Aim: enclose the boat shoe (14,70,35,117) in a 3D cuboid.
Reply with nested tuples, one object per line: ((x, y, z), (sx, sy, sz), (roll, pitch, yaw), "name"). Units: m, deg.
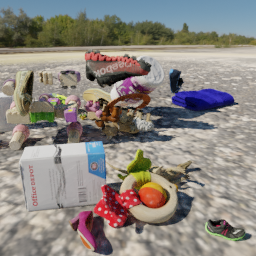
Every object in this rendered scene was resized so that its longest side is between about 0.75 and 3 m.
((-3.206, -1.126, 8.758), (0.491, 1.567, 0.574), (-11, -19, 7), "boat shoe")

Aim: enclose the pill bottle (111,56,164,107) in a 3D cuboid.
((0.304, -2.003, 12.970), (1.540, 1.540, 2.743), (-15, -12, -36), "pill bottle")

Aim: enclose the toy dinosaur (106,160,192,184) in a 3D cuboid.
((0.691, 1.255, 7.436), (2.560, 0.745, 1.294), (1, 3, -18), "toy dinosaur")

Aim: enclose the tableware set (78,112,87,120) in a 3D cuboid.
((-2.426, -0.564, 12.972), (1.170, 0.180, 0.788), (12, 23, 29), "tableware set")

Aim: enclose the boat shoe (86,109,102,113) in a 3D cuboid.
((-1.674, -0.834, 13.611), (0.847, 0.256, 0.313), (3, 20, 7), "boat shoe")

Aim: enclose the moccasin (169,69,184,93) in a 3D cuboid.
((2.311, -2.108, 13.180), (0.603, 0.712, 1.768), (7, -16, 17), "moccasin")

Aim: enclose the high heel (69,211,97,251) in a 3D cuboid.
((-0.739, 1.954, 5.508), (0.544, 0.382, 1.133), (-24, 25, -26), "high heel")

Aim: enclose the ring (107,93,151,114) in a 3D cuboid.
((0.034, -1.010, 12.578), (2.072, 0.199, 2.072), (-11, -19, -4), "ring")

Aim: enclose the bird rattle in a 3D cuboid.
((0.301, 1.431, 6.211), (1.657, 1.145, 2.032), (20, 26, 10), "bird rattle")

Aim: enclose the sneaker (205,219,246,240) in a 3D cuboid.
((1.930, 1.994, 5.548), (0.762, 0.319, 0.292), (5, 20, 15), "sneaker")

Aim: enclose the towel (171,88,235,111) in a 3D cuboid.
((4.047, -1.631, 15.161), (2.881, 0.714, 2.128), (-13, 22, -31), "towel")

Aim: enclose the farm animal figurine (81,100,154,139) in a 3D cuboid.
((-0.493, -0.238, 10.710), (2.416, 1.274, 2.443), (6, 9, -19), "farm animal figurine")

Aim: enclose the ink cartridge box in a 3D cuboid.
((-1.452, 1.101, 6.554), (1.842, 1.332, 0.776), (-4, 20, -10), "ink cartridge box")

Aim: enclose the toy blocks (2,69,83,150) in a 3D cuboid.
((-2.929, -0.930, 10.094), (2.590, 2.771, 2.333), (-2, 26, -6), "toy blocks")

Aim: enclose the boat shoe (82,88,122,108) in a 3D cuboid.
((-1.464, -1.450, 14.550), (2.548, 0.913, 0.970), (12, 34, 30), "boat shoe")

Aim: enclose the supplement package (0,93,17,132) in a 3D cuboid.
((-5.020, -0.653, 11.326), (0.840, 1.436, 0.843), (-6, 20, -17), "supplement package")

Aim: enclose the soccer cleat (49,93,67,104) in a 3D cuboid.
((-3.312, -1.328, 14.272), (2.422, 0.783, 1.013), (19, 18, 39), "soccer cleat")

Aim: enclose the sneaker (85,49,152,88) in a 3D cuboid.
((-0.464, -2.085, 10.424), (2.742, 1.339, 0.969), (12, 2, 22), "sneaker")
